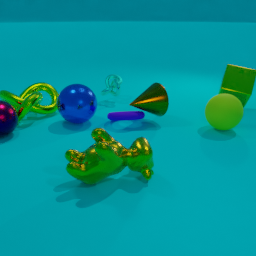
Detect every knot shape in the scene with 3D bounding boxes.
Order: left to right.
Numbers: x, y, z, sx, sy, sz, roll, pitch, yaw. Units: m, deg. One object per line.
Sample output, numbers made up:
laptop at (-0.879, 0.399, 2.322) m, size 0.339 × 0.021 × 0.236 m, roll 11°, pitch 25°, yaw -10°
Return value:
knot shape at (-3.592, -0.935, 9.778) m, size 1.935 × 0.956 × 2.068 m, roll 9°, pitch 28°, yaw 23°
knot shape at (-0.686, -1.617, 11.197) m, size 0.998 × 0.493 × 1.066 m, roll -37°, pitch 41°, yaw 21°

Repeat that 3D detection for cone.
cone at (0.507, -0.824, 8.914) m, size 1.126 × 1.121 × 1.121 m, roll -13°, pitch 26°, yaw -30°

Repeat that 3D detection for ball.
ball at (-3.778, -0.272, 8.151) m, size 1.093 × 1.093 × 1.093 m, roll 0°, pitch 23°, yaw 0°
ball at (-1.635, -0.782, 9.039) m, size 1.288 × 1.288 × 1.288 m, roll 0°, pitch 23°, yaw 0°
ball at (2.927, -0.491, 8.564) m, size 1.118 × 1.118 × 1.118 m, roll 0°, pitch 23°, yaw 0°

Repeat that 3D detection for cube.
cube at (4.021, -1.556, 10.431) m, size 1.073 × 1.073 × 1.073 m, roll 16°, pitch -17°, yaw 14°

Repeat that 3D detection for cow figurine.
cow figurine at (-0.299, 0.733, 6.029) m, size 1.673 × 1.646 × 0.918 m, roll -36°, pitch 38°, yaw 12°

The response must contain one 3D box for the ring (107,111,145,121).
ring at (-0.064, -0.405, 9.158) m, size 1.242 × 0.248 × 1.242 m, roll -2°, pitch 6°, yaw 0°
